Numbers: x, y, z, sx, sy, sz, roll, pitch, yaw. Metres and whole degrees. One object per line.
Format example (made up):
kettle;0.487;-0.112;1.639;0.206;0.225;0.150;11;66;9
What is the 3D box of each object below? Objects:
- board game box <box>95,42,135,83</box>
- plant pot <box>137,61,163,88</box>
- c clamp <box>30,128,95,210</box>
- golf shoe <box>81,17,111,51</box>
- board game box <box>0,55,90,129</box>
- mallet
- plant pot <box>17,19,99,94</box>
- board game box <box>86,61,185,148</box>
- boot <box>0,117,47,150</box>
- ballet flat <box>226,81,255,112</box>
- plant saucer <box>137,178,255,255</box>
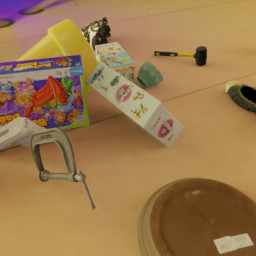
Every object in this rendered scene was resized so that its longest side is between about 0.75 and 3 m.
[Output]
board game box;-0.491;-2.278;10.111;0.907;0.890;1.729;-14;43;-15
plant pot;0.680;-1.753;9.640;0.604;0.902;0.902;-44;53;-6
c clamp;-1.575;0.834;6.095;1.998;1.707;0.271;-1;15;45
golf shoe;-1.460;-3.870;12.027;1.211;0.997;2.564;-9;36;11
board game box;-2.624;-0.804;7.620;2.956;1.988;0.662;-9;42;-9
mallet;2.068;-2.993;11.075;2.134;0.703;0.439;15;44;17
plant pot;-2.246;-1.872;8.824;2.159;2.295;2.295;-31;48;-9
board game box;0.190;-0.620;7.552;2.375;1.752;0.763;38;92;35
boot;-3.023;0.327;7.377;1.835;0.877;0.675;-19;61;24
ballet flat;4.101;-0.829;8.483;0.957;0.818;2.881;-20;40;-18
plant saucer;1.606;2.054;5.602;2.833;0.417;2.833;1;41;-1
